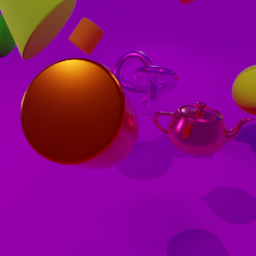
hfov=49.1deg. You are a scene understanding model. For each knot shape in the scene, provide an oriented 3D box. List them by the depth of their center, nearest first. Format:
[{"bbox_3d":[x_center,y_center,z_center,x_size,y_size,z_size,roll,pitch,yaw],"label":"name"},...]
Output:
[{"bbox_3d":[0.306,-1.085,6.321,1.423,1.521,0.703,40,55,7],"label":"knot shape"}]

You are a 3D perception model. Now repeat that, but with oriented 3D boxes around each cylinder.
[{"bbox_3d":[-0.428,-0.081,2.926,0.983,0.983,0.983,-2,79,9],"label":"cylinder"},{"bbox_3d":[-1.290,-2.843,8.712,0.815,0.815,0.815,37,92,36],"label":"cylinder"}]

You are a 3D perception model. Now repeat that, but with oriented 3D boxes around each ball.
[{"bbox_3d":[2.921,-0.840,6.246,1.124,1.124,1.124,0,40,0],"label":"ball"},{"bbox_3d":[-3.957,-2.708,8.207,1.301,1.301,1.301,0,40,0],"label":"ball"}]

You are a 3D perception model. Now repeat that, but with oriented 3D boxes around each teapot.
[{"bbox_3d":[1.220,-0.038,4.689,1.629,0.798,1.013,7,25,6],"label":"teapot"}]

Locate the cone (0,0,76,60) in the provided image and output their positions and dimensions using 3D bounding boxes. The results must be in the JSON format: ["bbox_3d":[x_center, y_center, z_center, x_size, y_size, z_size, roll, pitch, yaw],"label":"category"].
[{"bbox_3d":[-1.901,-2.197,4.823,1.426,1.420,1.420,40,42,-11],"label":"cone"}]

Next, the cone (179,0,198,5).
[{"bbox_3d":[1.573,-2.721,5.056,1.049,1.045,1.045,29,48,36],"label":"cone"}]
